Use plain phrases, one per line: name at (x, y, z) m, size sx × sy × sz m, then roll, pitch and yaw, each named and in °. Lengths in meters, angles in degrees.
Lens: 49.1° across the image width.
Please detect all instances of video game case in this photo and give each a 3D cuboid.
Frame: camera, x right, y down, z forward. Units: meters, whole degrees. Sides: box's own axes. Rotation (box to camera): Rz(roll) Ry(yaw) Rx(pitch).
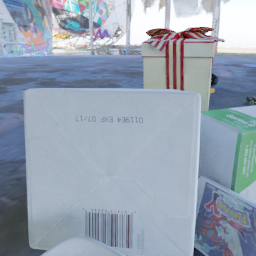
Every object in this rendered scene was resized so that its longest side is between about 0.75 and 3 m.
video game case at (1.071, 1.113, 3.152) m, size 0.107 × 0.851 × 0.934 m, roll 5°, pitch 12°, yaw -36°

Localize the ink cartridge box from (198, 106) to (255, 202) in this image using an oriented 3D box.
ink cartridge box at (2.030, 0.506, 3.874) m, size 2.136 × 1.552 × 0.935 m, roll -7°, pitch 19°, yaw -21°

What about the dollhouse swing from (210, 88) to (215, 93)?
dollhouse swing at (3.180, -2.007, 12.744) m, size 1.114 × 1.152 × 1.267 m, roll -35°, pitch 32°, yaw -24°

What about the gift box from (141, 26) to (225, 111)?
gift box at (1.973, -2.219, 10.204) m, size 2.726 × 2.759 × 2.954 m, roll 2°, pitch 22°, yaw 11°

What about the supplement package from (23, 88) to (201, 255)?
supplement package at (-0.014, 0.244, 3.956) m, size 1.650 × 1.589 × 2.901 m, roll 2°, pitch 8°, yaw 7°

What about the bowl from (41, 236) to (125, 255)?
bowl at (-0.328, 1.583, 1.560) m, size 1.613 × 0.603 × 1.615 m, roll 17°, pitch 44°, yaw 42°

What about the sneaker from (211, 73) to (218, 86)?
sneaker at (4.343, -2.667, 15.078) m, size 1.057 × 0.914 × 2.414 m, roll 10°, pitch 20°, yaw 14°

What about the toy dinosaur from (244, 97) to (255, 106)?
toy dinosaur at (4.850, -0.952, 10.547) m, size 0.657 × 0.354 × 1.492 m, roll -1°, pitch 20°, yaw -24°
